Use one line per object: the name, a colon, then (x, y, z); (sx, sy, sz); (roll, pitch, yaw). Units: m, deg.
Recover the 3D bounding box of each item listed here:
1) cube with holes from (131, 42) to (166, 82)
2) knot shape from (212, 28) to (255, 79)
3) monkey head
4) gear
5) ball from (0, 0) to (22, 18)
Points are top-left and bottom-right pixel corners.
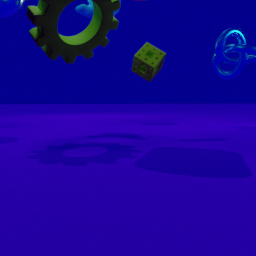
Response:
cube with holes: (0.748, -2.402, 10.249); (0.842, 0.842, 0.842); (34, -26, 11)
knot shape: (3.259, -2.208, 8.768); (1.570, 1.469, 0.726); (26, 46, -9)
monkey head: (-0.788, -3.310, 7.472); (1.126, 0.943, 1.565); (8, 2, -37)
gear: (-0.937, -1.981, 5.088); (1.688, 1.688, 0.312); (-5, 47, -45)
ball: (-3.092, -3.197, 6.671); (1.080, 1.080, 1.080); (0, 5, 0)
